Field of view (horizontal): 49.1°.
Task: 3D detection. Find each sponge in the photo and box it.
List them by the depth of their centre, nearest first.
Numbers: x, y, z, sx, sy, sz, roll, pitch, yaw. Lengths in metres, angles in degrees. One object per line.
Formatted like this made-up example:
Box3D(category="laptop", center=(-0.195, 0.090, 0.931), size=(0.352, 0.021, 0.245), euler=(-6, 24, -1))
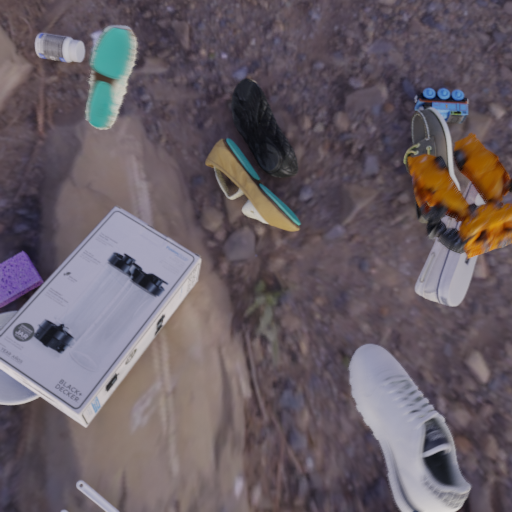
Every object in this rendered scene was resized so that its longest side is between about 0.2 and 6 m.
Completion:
Box3D(category="sponge", center=(-4.459, 0.510, 9.805), size=(1.250, 0.186, 0.698), euler=(-32, 70, -12))

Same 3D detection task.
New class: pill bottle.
Box3D(category="pill bottle", center=(-4.096, -4.340, 11.723), size=(0.891, 0.507, 0.507), euler=(11, 67, 6))

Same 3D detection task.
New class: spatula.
Box3D(category="spatula", center=(-2.234, 4.251, 8.244), size=(1.809, 0.145, 1.258), euler=(33, 76, 14))

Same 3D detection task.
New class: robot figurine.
Box3D(category="robot figurine", center=(2.627, -0.724, 6.871), size=(1.349, 0.542, 1.860), euler=(-21, 45, 9))

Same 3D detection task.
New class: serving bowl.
Box3D(category="serving bowl", center=(-3.869, 1.680, 9.036), size=(1.526, 0.502, 1.526), euler=(8, 61, -15))

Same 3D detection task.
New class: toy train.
Box3D(category="toy train", center=(3.699, -2.987, 11.183), size=(1.057, 0.458, 0.604), euler=(4, 73, 2))

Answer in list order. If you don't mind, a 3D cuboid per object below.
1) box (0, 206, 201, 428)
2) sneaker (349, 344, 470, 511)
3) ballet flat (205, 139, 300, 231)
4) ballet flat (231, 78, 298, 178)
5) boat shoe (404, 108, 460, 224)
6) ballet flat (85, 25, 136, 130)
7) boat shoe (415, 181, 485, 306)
Box3D(category="box", center=(-2.450, 0.881, 8.947), size=(1.801, 0.928, 3.088), euler=(30, 62, 8))
Box3D(category="sneaker", center=(1.888, 1.994, 6.891), size=(0.861, 0.908, 2.255), euler=(-9, 54, -19))
Box3D(category="ballet flat", center=(-0.106, -1.156, 10.342), size=(0.741, 0.807, 2.350), euler=(-43, 68, 13))
Box3D(category="ballet flat", center=(0.112, -2.482, 10.972), size=(0.802, 0.685, 2.412), euler=(-35, 63, 29))
Box3D(category="boat shoe", center=(3.178, -1.701, 10.396), size=(0.715, 0.855, 2.393), euler=(-3, 70, -7))
Box3D(category="ballet flat", center=(-2.075, -2.578, 7.983), size=(0.582, 1.622, 0.582), euler=(20, 37, -15))
Box3D(category="boat shoe", center=(2.798, -0.312, 7.926), size=(0.717, 0.728, 2.053), euler=(15, 80, 45))
